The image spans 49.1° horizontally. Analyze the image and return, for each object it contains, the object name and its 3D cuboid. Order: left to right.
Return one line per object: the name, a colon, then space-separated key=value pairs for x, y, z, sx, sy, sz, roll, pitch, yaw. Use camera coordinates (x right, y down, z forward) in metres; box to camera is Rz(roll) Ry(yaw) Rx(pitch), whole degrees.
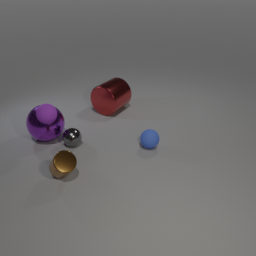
ball: x=-3.099 y=-0.194 z=10.558 sx=1.400 sy=1.400 sz=1.400 roll=0 pitch=29 yaw=0
ball: x=-2.785 y=-0.489 z=9.588 sx=0.700 sy=0.700 sz=0.700 roll=0 pitch=29 yaw=0
cylinder: x=-1.984 y=1.109 z=8.519 sx=0.700 sy=0.700 sz=0.700 roll=11 pitch=63 yaw=-22
ball: x=-2.054 y=0.341 z=10.297 sx=0.700 sy=0.700 sz=0.700 roll=0 pitch=29 yaw=0
cylinder: x=-0.767 y=-1.462 z=12.877 sx=1.400 sy=1.400 sz=1.400 roll=16 pitch=33 yaw=27
ball: x=0.790 y=0.392 z=10.146 sx=0.700 sy=0.700 sz=0.700 roll=0 pitch=29 yaw=0
